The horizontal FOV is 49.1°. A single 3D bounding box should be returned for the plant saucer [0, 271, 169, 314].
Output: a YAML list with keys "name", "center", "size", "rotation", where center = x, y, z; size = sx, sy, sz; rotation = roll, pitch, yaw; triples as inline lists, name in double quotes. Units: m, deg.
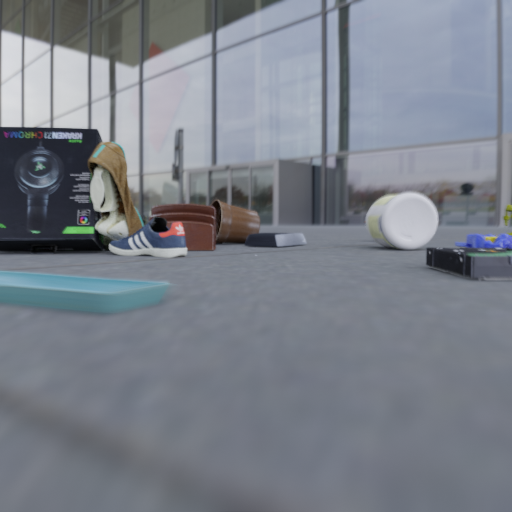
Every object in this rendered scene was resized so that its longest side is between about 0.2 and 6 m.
- name: "plant saucer"
  center: [-1.966, 0.311, 5.137]
  size: [2.334, 0.221, 0.816]
  rotation: [3, 5, 28]

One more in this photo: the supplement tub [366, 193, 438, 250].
- name: "supplement tub"
  center: [3.386, -0.816, 13.345]
  size: [1.299, 1.299, 1.792]
  rotation: [0, 3, -4]

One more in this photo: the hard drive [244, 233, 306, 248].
- name: "hard drive"
  center: [0.531, -0.423, 14.653]
  size: [1.096, 0.344, 1.624]
  rotation: [2, 5, 31]

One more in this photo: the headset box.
- name: "headset box"
  center: [-4.421, -1.276, 11.838]
  size: [2.257, 2.593, 1.203]
  rotation: [1, -12, -6]

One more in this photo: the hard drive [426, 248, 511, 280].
- name: "hard drive"
  center: [3.121, 0.085, 7.485]
  size: [1.203, 0.326, 1.722]
  rotation: [0, 3, -2]

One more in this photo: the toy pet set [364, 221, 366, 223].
- name: "toy pet set"
  center: [4.063, -0.727, 17.643]
  size: [1.441, 0.765, 1.346]
  rotation: [34, 9, 6]

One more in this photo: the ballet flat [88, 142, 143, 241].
- name: "ballet flat"
  center: [-2.893, -1.004, 11.287]
  size: [0.866, 2.555, 0.924]
  rotation: [13, 37, 20]

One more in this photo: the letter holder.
- name: "letter holder"
  center: [-1.701, -0.663, 12.816]
  size: [1.522, 1.082, 0.765]
  rotation: [0, 4, -1]

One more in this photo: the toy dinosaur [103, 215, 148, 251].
- name: "toy dinosaur"
  center: [-2.901, -0.443, 12.641]
  size: [2.204, 0.523, 0.971]
  rotation: [3, 43, 23]

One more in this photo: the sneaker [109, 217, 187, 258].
- name: "sneaker"
  center: [-2.133, -0.383, 11.029]
  size: [1.830, 0.773, 0.686]
  rotation: [2, 4, 27]

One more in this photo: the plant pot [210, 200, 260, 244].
- name: "plant pot"
  center: [-0.634, -0.855, 15.599]
  size: [1.239, 1.251, 1.251]
  rotation: [7, 0, -25]

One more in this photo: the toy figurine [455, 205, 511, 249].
- name: "toy figurine"
  center: [3.791, -0.337, 9.066]
  size: [1.204, 1.060, 2.009]
  rotation: [-5, 2, 6]
